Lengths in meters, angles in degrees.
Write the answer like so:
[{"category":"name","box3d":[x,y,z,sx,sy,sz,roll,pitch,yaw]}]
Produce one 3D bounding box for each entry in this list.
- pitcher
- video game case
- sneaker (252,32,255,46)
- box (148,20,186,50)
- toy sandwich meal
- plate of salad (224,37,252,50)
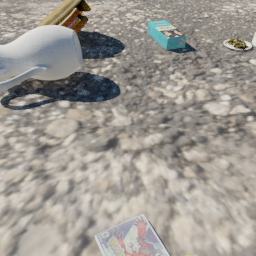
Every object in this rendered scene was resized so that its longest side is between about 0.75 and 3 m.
[{"category":"pitcher","box3d":[-2.794,-1.980,8.413,2.648,1.605,2.271,-9,48,3]},{"category":"video game case","box3d":[0.090,1.959,4.458,0.936,0.118,1.027,-17,41,-21]},{"category":"sneaker","box3d":[5.964,-3.197,10.618,1.529,0.841,2.088,12,9,-26]},{"category":"box","box3d":[1.551,-3.852,11.505,0.822,0.491,1.997,-12,40,-15]},{"category":"toy sandwich meal","box3d":[-2.567,-4.358,11.398,2.898,0.992,2.898,-30,31,20]},{"category":"plate of salad","box3d":[4.346,-3.358,11.071,1.086,0.261,1.086,1,38,-1]}]
